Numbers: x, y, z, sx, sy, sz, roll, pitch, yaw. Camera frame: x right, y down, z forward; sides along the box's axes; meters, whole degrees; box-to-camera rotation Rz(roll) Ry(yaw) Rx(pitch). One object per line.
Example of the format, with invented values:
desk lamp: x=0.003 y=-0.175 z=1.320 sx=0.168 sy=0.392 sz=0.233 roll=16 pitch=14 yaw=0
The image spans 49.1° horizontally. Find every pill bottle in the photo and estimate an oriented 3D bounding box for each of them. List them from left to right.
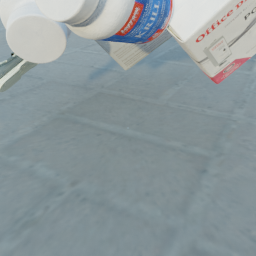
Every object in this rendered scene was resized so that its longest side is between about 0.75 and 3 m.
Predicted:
pill bottle: x=-1.844 y=-2.621 z=5.841 sx=1.458 sy=1.458 sz=2.602 roll=-4 pitch=54 yaw=-8
pill bottle: x=-0.253 y=-1.841 z=3.985 sx=1.189 sy=1.189 sz=2.118 roll=16 pitch=21 yaw=27

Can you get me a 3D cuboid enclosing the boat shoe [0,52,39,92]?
boat shoe: x=-2.558 y=-1.719 z=6.717 sx=0.627 sy=0.739 sz=2.031 roll=39 pitch=60 yaw=-5

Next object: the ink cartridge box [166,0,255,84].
ink cartridge box: x=1.932 y=-2.202 z=5.599 sx=2.710 sy=1.986 sz=1.122 roll=13 pitch=40 yaw=-60

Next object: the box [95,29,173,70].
box: x=-0.046 y=-3.356 z=8.076 sx=2.142 sy=1.835 sz=2.132 roll=-34 pitch=59 yaw=16
